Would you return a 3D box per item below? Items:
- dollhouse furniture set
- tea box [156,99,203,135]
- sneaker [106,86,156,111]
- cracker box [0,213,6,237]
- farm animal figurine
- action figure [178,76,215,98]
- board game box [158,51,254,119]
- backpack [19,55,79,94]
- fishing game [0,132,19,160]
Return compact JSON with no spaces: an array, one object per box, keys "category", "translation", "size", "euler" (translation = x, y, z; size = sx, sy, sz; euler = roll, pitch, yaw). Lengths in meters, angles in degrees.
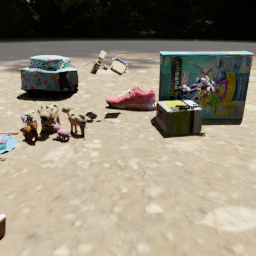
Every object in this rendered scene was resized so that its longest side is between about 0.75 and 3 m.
[{"category":"dollhouse furniture set","translation":[-0.665,-1.979,9.869],"size":[1.148,0.749,1.084],"euler":[28,38,-11]},{"category":"tea box","translation":[1.575,-0.381,8.810],"size":[1.149,0.780,1.168],"euler":[-4,21,-10]},{"category":"sneaker","translation":[0.138,-1.223,10.857],"size":[2.034,0.882,0.750],"euler":[4,21,11]},{"category":"cracker box","translation":[-2.687,1.476,4.257],"size":[1.316,0.380,0.882],"euler":[16,19,16]},{"category":"farm animal figurine","translation":[-2.245,-0.309,8.393],"size":[1.823,0.950,1.803],"euler":[-8,23,-20]},{"category":"action figure","translation":[2.078,-1.202,8.361],"size":[1.127,0.391,0.733],"euler":[-13,46,-3]},{"category":"board game box","translation":[2.548,-1.448,9.581],"size":[2.945,2.223,0.691],"euler":[-1,21,-2]},{"category":"backpack","translation":[-3.666,-2.372,12.744],"size":[2.406,1.811,2.136],"euler":[-4,13,9]},{"category":"fishing game","translation":[-3.668,0.396,7.547],"size":[1.294,0.281,1.808],"euler":[0,21,-7]}]
